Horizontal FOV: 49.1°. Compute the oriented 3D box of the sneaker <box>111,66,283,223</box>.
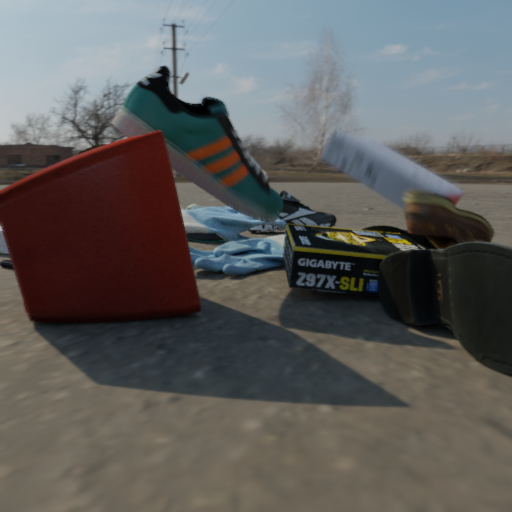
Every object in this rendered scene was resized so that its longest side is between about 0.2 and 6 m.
[{"bbox_3d":[-0.618,-1.758,9.257,3.335,1.333,1.190,31,9,-32],"label":"sneaker"}]

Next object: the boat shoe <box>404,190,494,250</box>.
[{"bbox_3d":[2.635,-0.348,7.735,1.842,0.622,0.663,18,-9,-39],"label":"boat shoe"}]

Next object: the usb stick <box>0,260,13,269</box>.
[{"bbox_3d":[-4.110,0.172,9.714,0.846,0.138,0.235,6,4,31],"label":"usb stick"}]

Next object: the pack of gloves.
[{"bbox_3d":[-0.395,-0.175,10.975,3.735,0.737,3.138,-7,26,-40],"label":"pack of gloves"}]

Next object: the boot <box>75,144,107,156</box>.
[{"bbox_3d":[-4.389,-1.710,14.277,3.015,1.138,3.442,-40,12,2],"label":"boot"}]

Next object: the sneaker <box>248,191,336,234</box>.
[{"bbox_3d":[0.973,-1.165,14.727,2.438,1.103,0.810,-2,11,-11],"label":"sneaker"}]

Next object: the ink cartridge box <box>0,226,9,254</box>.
[{"bbox_3d":[-4.951,-0.333,11.595,1.463,0.496,0.842,4,11,25],"label":"ink cartridge box"}]

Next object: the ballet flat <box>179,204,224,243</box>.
[{"bbox_3d":[-1.678,-0.836,13.469,2.430,0.888,0.888,8,13,40],"label":"ballet flat"}]

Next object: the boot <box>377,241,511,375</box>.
[{"bbox_3d":[3.197,0.288,6.039,2.840,1.129,3.262,-4,8,-17],"label":"boot"}]

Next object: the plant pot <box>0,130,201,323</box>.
[{"bbox_3d":[-2.080,-0.267,7.047,1.912,2.168,2.170,-16,15,-20],"label":"plant pot"}]

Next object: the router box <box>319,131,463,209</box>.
[{"bbox_3d":[2.226,-1.302,9.034,1.921,0.469,1.724,37,23,24],"label":"router box"}]

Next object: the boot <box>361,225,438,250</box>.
[{"bbox_3d":[2.747,-0.226,10.841,2.041,0.706,1.777,5,5,-3],"label":"boot"}]

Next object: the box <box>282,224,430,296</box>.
[{"bbox_3d":[1.502,0.025,8.593,2.098,0.648,2.628,7,10,0],"label":"box"}]
